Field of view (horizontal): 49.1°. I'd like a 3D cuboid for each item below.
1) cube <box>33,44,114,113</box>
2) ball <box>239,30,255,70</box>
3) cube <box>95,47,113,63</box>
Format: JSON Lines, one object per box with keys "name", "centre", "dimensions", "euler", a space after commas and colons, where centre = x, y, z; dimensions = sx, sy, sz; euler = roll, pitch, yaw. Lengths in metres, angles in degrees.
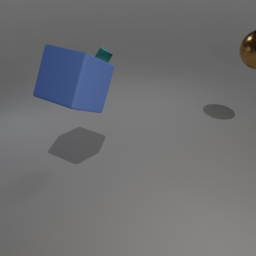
{"name": "cube", "centre": [-1.445, -1.297, 7.633], "dimensions": [1.400, 1.400, 1.400], "euler": [19, 7, 26]}
{"name": "ball", "centre": [4.654, -2.748, 9.802], "dimensions": [1.400, 1.400, 1.400], "euler": [0, 31, 0]}
{"name": "cube", "centre": [-1.281, -3.522, 14.032], "dimensions": [0.700, 0.700, 0.700], "euler": [30, -2, -16]}
